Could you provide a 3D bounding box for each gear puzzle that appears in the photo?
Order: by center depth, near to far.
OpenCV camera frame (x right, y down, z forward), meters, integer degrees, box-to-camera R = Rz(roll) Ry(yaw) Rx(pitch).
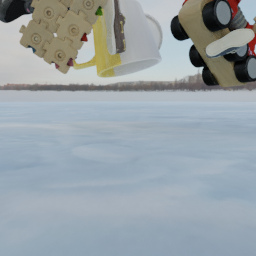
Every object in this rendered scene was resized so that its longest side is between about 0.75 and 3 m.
[{"bbox_3d":[-1.093,-2.338,5.356,1.239,2.392,0.313,34,19,-5],"label":"gear puzzle"}]

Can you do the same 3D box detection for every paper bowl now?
[{"bbox_3d":[0.417,-3.279,10.261,1.705,1.705,0.887,1,27,9],"label":"paper bowl"}]

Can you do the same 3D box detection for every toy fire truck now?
[{"bbox_3d":[2.852,-2.778,7.060,2.466,2.802,1.802,46,-24,-27],"label":"toy fire truck"}]

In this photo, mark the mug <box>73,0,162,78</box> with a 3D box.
[{"bbox_3d":[-0.379,-2.788,8.515,2.563,2.104,2.053,-15,3,-36],"label":"mug"}]

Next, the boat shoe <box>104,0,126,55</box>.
[{"bbox_3d":[-0.294,-2.608,7.015,0.440,1.478,0.531,-14,29,-22],"label":"boat shoe"}]

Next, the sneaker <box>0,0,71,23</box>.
[{"bbox_3d":[-1.664,-3.079,6.347,2.834,1.352,1.120,-35,4,-6],"label":"sneaker"}]

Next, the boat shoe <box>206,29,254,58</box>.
[{"bbox_3d":[2.190,-1.797,6.063,1.033,0.387,0.319,-27,-11,10],"label":"boat shoe"}]
